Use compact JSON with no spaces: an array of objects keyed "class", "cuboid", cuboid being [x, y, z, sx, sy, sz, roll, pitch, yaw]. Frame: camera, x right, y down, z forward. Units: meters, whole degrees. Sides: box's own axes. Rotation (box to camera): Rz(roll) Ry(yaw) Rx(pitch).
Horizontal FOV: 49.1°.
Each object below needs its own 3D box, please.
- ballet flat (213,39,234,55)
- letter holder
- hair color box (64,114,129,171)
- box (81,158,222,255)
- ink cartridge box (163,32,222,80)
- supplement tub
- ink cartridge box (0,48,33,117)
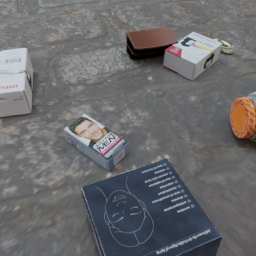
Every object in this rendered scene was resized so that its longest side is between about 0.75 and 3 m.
[{"class":"ballet flat","cuboid":[4.121,-3.812,12.741,1.476,0.460,0.498,29,53,25]},{"class":"letter holder","cuboid":[1.037,-3.501,12.100,1.949,0.980,1.385,-13,49,-11]},{"class":"hair color box","cuboid":[-0.986,0.406,8.719,1.908,0.579,0.945,31,54,26]},{"class":"box","cuboid":[0.402,2.218,6.323,2.312,1.433,2.273,-16,41,-14]},{"class":"ink cartridge box","cuboid":[2.719,-3.078,11.778,1.506,0.856,2.067,33,55,27]},{"class":"supplement tub","cuboid":[4.725,-0.386,8.753,2.632,1.613,1.613,-3,47,-3]},{"class":"ink cartridge box","cuboid":[-4.598,-1.669,10.278,1.939,1.119,2.673,-9,48,-8]}]
